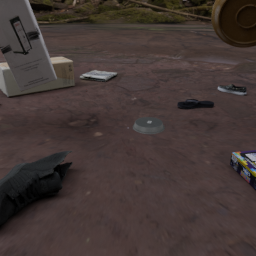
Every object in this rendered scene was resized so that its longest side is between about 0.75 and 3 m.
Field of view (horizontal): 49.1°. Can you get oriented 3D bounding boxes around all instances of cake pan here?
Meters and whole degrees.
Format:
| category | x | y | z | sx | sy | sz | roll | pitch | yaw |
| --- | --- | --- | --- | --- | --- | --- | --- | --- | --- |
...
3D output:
| category | x | y | z | sx | sy | sz | roll | pitch | yaw |
| --- | --- | --- | --- | --- | --- | --- | --- | --- | --- |
| cake pan | 0.630 | -0.098 | 8.467 | 0.962 | 0.176 | 0.962 | 0 | 25 | 0 |

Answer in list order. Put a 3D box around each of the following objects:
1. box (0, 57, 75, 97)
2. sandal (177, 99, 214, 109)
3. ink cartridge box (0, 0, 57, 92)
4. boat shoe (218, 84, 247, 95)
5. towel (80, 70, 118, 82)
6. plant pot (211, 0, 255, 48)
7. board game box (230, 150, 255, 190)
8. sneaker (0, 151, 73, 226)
| category | x | y | z | sx | sy | sz | roll | pitch | yaw |
| --- | --- | --- | --- | --- | --- | --- | --- | --- | --- |
| box | -3.898 | -2.250 | 11.963 | 2.916 | 1.134 | 1.384 | -16 | 29 | -32 |
| sandal | 2.422 | -0.921 | 10.106 | 1.367 | 0.293 | 0.520 | -4 | 25 | -9 |
| ink cartridge box | -2.839 | -2.489 | 7.303 | 1.043 | 2.475 | 1.806 | -21 | 32 | -8 |
| boat shoe | 4.332 | -1.647 | 11.622 | 1.213 | 0.343 | 0.416 | 21 | 32 | 38 |
| towel | -1.447 | -2.631 | 13.864 | 1.503 | 0.260 | 1.447 | 9 | 26 | 21 |
| plant pot | 3.133 | -2.928 | 7.303 | 1.857 | 1.857 | 0.255 | 7 | 42 | 15 |
| board game box | 3.001 | 0.921 | 6.049 | 1.032 | 0.354 | 1.248 | -3 | 25 | -11 |
| sneaker | -1.784 | 1.073 | 5.379 | 1.081 | 0.622 | 2.072 | -4 | 21 | 3 |
